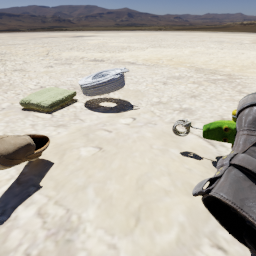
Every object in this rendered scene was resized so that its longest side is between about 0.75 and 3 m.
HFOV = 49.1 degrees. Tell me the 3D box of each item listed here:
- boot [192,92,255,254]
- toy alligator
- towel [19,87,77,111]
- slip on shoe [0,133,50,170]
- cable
[{"bbox_3d":[2.368,0.951,4.081,2.841,0.984,2.473,34,50,-1],"label":"boot"},{"bbox_3d":[2.372,0.115,5.929,2.878,0.954,0.691,-3,16,14],"label":"toy alligator"},{"bbox_3d":[-2.716,-1.036,9.739,1.329,0.327,1.791,10,27,20],"label":"towel"},{"bbox_3d":[-2.052,0.374,5.331,0.536,0.672,1.769,-32,-9,8],"label":"slip on shoe"},{"bbox_3d":[-0.895,-1.615,9.860,1.638,0.567,1.638,-34,30,-34],"label":"cable"}]
